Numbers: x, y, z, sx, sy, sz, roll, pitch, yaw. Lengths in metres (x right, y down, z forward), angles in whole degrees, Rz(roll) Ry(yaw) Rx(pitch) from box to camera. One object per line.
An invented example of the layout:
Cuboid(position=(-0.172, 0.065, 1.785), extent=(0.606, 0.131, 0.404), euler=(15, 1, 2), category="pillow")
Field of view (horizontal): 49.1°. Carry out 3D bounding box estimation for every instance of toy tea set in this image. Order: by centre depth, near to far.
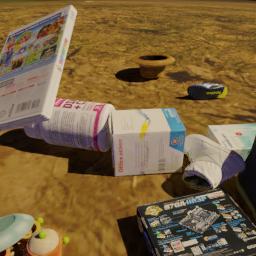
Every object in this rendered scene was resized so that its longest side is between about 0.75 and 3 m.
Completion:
Cuboid(position=(-2.116, 2.310, 4.818), extent=(1.283, 0.798, 2.158), euler=(20, 36, 30), category="toy tea set")

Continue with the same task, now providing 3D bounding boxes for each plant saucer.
Cuboid(position=(-2.480, 1.994, 5.483), extent=(1.228, 0.236, 1.228), euler=(-17, 14, 4), category="plant saucer")

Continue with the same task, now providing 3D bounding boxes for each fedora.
Cuboid(position=(1.200, -3.046, 13.833), extent=(2.317, 0.945, 2.317), euler=(-2, 25, 1), category="fedora")

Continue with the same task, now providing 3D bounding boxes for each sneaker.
Cuboid(position=(3.246, 1.354, 5.687), extent=(1.102, 1.566, 2.948), euler=(-7, 31, -12), category="sneaker")
Cuboid(position=(1.741, 0.860, 7.233), extent=(1.245, 0.794, 2.155), euler=(-30, 21, -17), category="sneaker")
Cuboid(position=(3.223, -1.554, 11.668), extent=(1.664, 0.615, 0.684), euler=(2, 26, -9), category="sneaker")

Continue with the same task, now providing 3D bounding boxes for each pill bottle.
Cuboid(position=(-1.710, -0.137, 8.382), extent=(2.489, 1.411, 1.411), euler=(7, 31, 12), category="pill bottle")

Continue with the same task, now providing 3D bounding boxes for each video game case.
Cuboid(position=(-1.931, -1.121, 5.319), extent=(1.801, 0.227, 2.516), euler=(-10, 58, 27), category="video game case")

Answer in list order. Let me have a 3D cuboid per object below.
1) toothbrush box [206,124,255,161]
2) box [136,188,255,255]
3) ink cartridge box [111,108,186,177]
Cuboid(position=(3.279, 0.513, 7.929), extent=(1.797, 0.766, 1.316), euler=(-3, 30, -2), category="toothbrush box")
Cuboid(position=(1.395, 2.077, 5.524), extent=(2.103, 0.484, 1.672), euler=(-9, 31, -14), category="box")
Cuboid(position=(0.462, 0.343, 7.630), extent=(1.839, 1.354, 1.330), euler=(-3, 30, -5), category="ink cartridge box")
